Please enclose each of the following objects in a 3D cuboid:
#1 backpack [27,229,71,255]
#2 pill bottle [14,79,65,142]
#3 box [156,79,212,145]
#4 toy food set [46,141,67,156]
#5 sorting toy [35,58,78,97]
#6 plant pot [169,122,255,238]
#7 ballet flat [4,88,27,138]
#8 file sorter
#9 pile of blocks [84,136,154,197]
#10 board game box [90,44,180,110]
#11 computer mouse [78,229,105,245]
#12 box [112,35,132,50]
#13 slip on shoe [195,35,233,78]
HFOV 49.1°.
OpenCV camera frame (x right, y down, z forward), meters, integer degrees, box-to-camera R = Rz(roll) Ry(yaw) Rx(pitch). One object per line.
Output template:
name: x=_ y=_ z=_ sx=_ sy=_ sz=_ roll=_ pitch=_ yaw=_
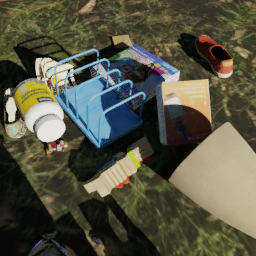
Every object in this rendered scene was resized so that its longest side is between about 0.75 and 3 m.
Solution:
backpack: x=-1.838 y=3.603 z=6.218 sx=1.632 sy=2.018 sz=2.118 roll=40 pitch=70 yaw=20
pill bottle: x=-3.050 y=-0.622 z=9.774 sx=1.298 sy=1.298 sz=2.317 roll=-24 pitch=51 yaw=-19
box: x=1.890 y=-0.537 z=9.615 sx=1.579 sy=1.102 sz=2.073 roll=-6 pitch=92 yaw=-4
toy food set: x=-2.490 y=0.707 z=9.750 sx=0.756 sy=0.361 sz=0.340 roll=-11 pitch=52 yaw=-7
sorting toy: x=-2.894 y=-2.009 z=11.616 sx=1.536 sy=0.912 sz=1.706 roll=-14 pitch=91 yaw=-26
plant pot: x=2.939 y=1.621 z=7.859 sx=2.476 sy=2.476 sz=2.643 roll=-34 pitch=68 yaw=-25
ballet flat: x=-4.317 y=-0.868 z=10.644 sx=0.926 sy=1.028 sz=2.731 roll=-11 pitch=50 yaw=-10
file sorter: x=-1.068 y=-1.191 z=10.180 sx=2.067 sy=1.828 sz=2.979 roll=-29 pitch=60 yaw=-28
pile of blocks: x=-0.168 y=1.343 z=9.081 sx=2.622 sy=1.076 sz=0.815 roll=-35 pitch=101 yaw=-16
board game box: x=0.296 y=-2.338 z=12.184 sx=2.763 sy=0.570 sz=2.769 roll=-36 pitch=59 yaw=-27
computer mouse: x=-1.050 y=3.054 z=7.906 sx=0.850 sy=0.145 sz=0.249 roll=17 pitch=53 yaw=14
box: x=-0.294 y=-4.357 z=14.200 sx=0.872 sy=0.114 sz=1.067 roll=-9 pitch=50 yaw=-8
slip on shoe: x=4.018 y=-3.556 z=13.012 sx=1.093 sy=0.903 sz=2.952 roll=-11 pitch=49 yaw=-7
